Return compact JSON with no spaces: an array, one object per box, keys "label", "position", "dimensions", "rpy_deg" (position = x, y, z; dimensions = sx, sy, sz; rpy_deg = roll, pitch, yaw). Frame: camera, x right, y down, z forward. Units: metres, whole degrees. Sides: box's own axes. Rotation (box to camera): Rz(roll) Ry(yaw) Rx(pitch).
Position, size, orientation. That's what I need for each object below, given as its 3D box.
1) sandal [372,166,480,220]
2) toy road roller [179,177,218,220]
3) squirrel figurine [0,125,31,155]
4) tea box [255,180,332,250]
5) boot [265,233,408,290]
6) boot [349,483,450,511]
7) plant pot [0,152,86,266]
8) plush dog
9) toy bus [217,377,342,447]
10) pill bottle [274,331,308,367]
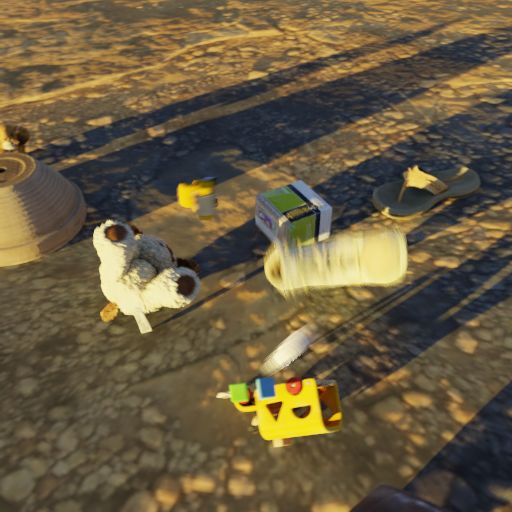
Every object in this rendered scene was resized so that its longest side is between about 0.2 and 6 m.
[{"label":"sandal","position":[3.892,-1.651,12.774],"dimensions":[2.962,0.800,1.190],"rpy_deg":[-18,44,-20]},{"label":"toy road roller","position":[-1.145,-1.118,10.796],"dimensions":[0.729,0.614,0.998],"rpy_deg":[-1,25,3]},{"label":"squirrel figurine","position":[-6.051,-2.767,13.820],"dimensions":[0.860,1.134,1.215],"rpy_deg":[-4,41,-4]},{"label":"tea box","position":[0.761,-0.833,11.810],"dimensions":[1.193,0.810,1.213],"rpy_deg":[-19,44,-21]},{"label":"boot","position":[1.302,0.134,9.615],"dimensions":[1.795,0.836,2.321],"rpy_deg":[-4,-4,-22]},{"label":"boot","position":[2.343,4.179,5.697],"dimensions":[3.542,1.138,3.301],"rpy_deg":[17,31,15]},{"label":"plant pot","position":[-5.246,-1.228,11.862],"dimensions":[2.975,1.373,2.975],"rpy_deg":[0,42,0]},{"label":"plush dog","position":[-2.062,0.260,10.326],"dimensions":[2.073,1.663,1.780],"rpy_deg":[36,28,-6]},{"label":"toy bus","position":[0.375,2.276,8.090],"dimensions":[1.615,1.711,0.884],"rpy_deg":[-3,71,-14]},{"label":"pill bottle","position":[0.536,1.433,8.595],"dimensions":[0.301,0.301,0.531],"rpy_deg":[27,50,28]}]
